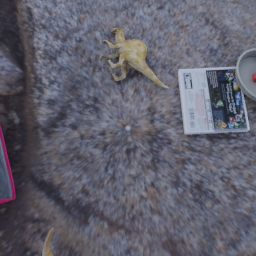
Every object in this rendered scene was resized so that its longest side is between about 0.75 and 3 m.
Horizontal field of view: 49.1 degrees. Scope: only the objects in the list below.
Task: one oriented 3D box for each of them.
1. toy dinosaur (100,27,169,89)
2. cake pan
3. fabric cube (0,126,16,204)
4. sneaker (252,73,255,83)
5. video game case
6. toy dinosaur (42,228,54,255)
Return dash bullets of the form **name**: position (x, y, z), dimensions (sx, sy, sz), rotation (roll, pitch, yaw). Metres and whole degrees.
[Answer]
- **toy dinosaur**: position (0.045, -1.880, 7.659), dimensions (1.239, 0.713, 2.451), rotation (-34, 77, -10)
- **cake pan**: position (3.640, -1.389, 7.595), dimensions (1.637, 0.300, 1.637), rotation (3, 70, -9)
- **fabric cube**: position (-4.153, 0.859, 6.092), dimensions (2.240, 2.248, 2.205), rotation (-19, 76, -3)
- **sneaker**: position (3.888, -1.783, 7.596), dimensions (1.373, 0.538, 0.793), rotation (-20, 69, -3)
- **video game case**: position (2.285, -0.762, 7.595), dimensions (1.691, 0.217, 1.860), rotation (-3, 73, 0)
- **toy dinosaur**: position (-1.383, 3.192, 5.863), dimensions (1.437, 0.817, 2.706), rotation (-39, 116, -11)
